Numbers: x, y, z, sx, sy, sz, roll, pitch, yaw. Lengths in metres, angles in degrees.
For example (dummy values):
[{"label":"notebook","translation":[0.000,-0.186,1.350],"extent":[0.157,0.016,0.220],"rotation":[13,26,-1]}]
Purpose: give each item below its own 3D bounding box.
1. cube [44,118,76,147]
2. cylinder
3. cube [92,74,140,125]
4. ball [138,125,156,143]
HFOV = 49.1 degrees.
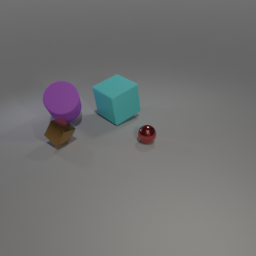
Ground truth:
[{"label":"cube","translation":[-2.497,0.149,10.291],"extent":[0.700,0.700,0.700],"rotation":[39,25,14]},{"label":"cylinder","translation":[-2.671,-1.049,11.560],"extent":[1.400,1.400,1.400],"rotation":[-3,-11,-6]},{"label":"cube","translation":[-0.475,-1.238,12.043],"extent":[1.400,1.400,1.400],"rotation":[-32,45,-27]},{"label":"ball","translation":[0.716,0.226,10.519],"extent":[0.700,0.700,0.700],"rotation":[0,29,0]}]
